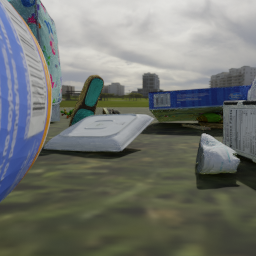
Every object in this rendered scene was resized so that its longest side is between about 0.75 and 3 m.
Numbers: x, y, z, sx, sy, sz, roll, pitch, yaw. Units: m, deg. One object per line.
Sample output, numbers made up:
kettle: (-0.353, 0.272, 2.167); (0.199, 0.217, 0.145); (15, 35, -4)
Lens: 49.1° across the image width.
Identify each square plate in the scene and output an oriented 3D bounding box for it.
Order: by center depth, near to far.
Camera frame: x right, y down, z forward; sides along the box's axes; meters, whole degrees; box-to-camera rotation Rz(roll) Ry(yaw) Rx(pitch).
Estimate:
square plate: (-0.462, 0.019, 4.830); (1.446, 0.208, 1.459); (-1, 20, 26)

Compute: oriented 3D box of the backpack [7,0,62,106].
backpack: (-2.465, -1.168, 5.564); (2.182, 2.898, 2.573); (3, 4, -4)

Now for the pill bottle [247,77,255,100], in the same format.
pill bottle: (3.730, -0.702, 6.582); (1.711, 1.711, 2.859); (2, 6, 21)

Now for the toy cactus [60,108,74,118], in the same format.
toy cactus: (-2.874, -0.673, 14.054); (1.042, 0.533, 0.860); (-5, -12, -22)

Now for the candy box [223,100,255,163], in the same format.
candy box: (2.416, 0.071, 3.014); (1.814, 0.811, 2.660); (0, 5, -4)

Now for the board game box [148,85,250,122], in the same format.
board game box: (2.310, -0.710, 9.327); (2.922, 0.634, 2.907); (-2, -7, 11)

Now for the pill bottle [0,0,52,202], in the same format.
pill bottle: (-1.106, -0.061, 0.367); (1.565, 1.565, 2.793); (0, 6, -5)

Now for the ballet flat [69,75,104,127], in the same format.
ballet flat: (-0.901, -0.464, 5.951); (0.486, 1.416, 0.446); (21, 10, -33)

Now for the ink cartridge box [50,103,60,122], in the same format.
ink cartridge box: (-3.946, -0.643, 10.708); (2.086, 0.875, 1.832); (-5, 6, -37)

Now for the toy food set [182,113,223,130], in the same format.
toy food set: (2.991, -0.267, 8.756); (2.335, 0.469, 1.612); (-2, 5, -20)

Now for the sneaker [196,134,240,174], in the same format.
sneaker: (1.005, 0.322, 3.222); (0.410, 0.360, 1.022); (9, 13, 10)

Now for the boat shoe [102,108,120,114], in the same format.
boat shoe: (-0.461, -0.300, 8.265); (0.560, 0.633, 1.729); (-6, 6, -6)
